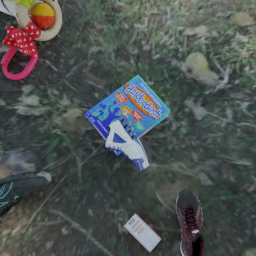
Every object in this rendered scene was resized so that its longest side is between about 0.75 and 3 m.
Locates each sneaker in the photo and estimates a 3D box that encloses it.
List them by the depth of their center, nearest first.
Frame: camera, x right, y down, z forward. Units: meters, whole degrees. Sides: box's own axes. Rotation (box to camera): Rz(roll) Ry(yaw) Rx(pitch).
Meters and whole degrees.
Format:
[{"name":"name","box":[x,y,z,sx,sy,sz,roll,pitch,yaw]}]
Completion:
[{"name":"sneaker","box":[1.750,2.540,7.398,0.721,1.101,1.907,-3,72,-1]},{"name":"sneaker","box":[-3.417,1.901,7.774,2.781,1.048,1.102,-15,83,4]},{"name":"sneaker","box":[-0.127,0.509,7.875,0.957,0.669,1.656,-27,82,0]}]

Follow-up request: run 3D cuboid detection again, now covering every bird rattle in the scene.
[{"name":"bird rattle","box":[-2.994,-3.562,9.040,1.998,1.380,2.450,-19,106,-41]}]

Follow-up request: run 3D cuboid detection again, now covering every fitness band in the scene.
[{"name":"fitness band","box":[-3.631,-2.251,9.390,0.985,0.257,1.371,23,74,4]}]

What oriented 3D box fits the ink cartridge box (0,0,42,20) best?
[{"name":"ink cartridge box","box":[-3.982,-4.845,9.850,2.134,0.899,1.543,24,74,7]}]

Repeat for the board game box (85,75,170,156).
[{"name":"board game box","box":[0.000,-0.428,8.665,2.100,0.472,1.597,-38,77,-12]}]

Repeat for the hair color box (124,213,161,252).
[{"name":"hair color box","box":[0.395,2.874,7.716,0.969,0.297,0.492,43,78,11]}]
